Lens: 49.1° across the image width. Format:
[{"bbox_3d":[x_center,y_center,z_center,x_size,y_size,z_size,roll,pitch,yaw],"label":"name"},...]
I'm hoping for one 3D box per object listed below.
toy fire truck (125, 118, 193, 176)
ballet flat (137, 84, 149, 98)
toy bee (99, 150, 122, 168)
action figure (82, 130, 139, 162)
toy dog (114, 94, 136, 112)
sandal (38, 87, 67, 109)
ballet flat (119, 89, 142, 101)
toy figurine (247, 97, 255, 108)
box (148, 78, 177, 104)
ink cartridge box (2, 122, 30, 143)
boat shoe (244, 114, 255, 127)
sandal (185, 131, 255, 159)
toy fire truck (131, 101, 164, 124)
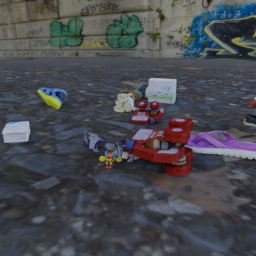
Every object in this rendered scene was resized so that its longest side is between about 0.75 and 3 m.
[{"bbox_3d":[0.928,0.486,8.189,1.837,1.227,2.188,1,17,18],"label":"toy fire truck"},{"bbox_3d":[1.237,-2.330,17.460,0.890,0.890,2.435,7,17,20],"label":"ballet flat"},{"bbox_3d":[-0.564,0.916,8.170,0.616,0.512,0.942,0,-9,27],"label":"toy bee"},{"bbox_3d":[-0.404,0.581,8.501,1.891,0.656,1.230,12,-1,10],"label":"action figure"},{"bbox_3d":[-0.060,-1.326,14.317,1.216,0.875,1.254,11,18,4],"label":"toy dog"},{"bbox_3d":[-4.029,-1.752,15.114,2.305,0.916,1.004,28,66,41],"label":"sandal"},{"bbox_3d":[0.052,-1.919,16.623,0.703,0.659,1.944,-32,30,-23],"label":"ballet flat"},{"bbox_3d":[7.065,-1.244,14.918,1.258,0.663,0.753,-21,56,-43],"label":"toy figurine"},{"bbox_3d":[1.953,-2.142,16.020,1.492,1.317,0.722,5,19,18],"label":"box"},{"bbox_3d":[-4.069,0.176,10.230,0.806,0.464,1.391,-3,17,-14],"label":"ink cartridge box"},{"bbox_3d":[5.656,-0.278,11.666,1.550,0.482,0.578,13,20,31],"label":"boat shoe"},{"bbox_3d":[3.040,0.404,9.196,2.837,0.697,1.154,7,19,20],"label":"sandal"},{"bbox_3d":[0.888,-0.578,12.416,1.358,0.761,1.140,4,43,14],"label":"toy fire truck"}]
